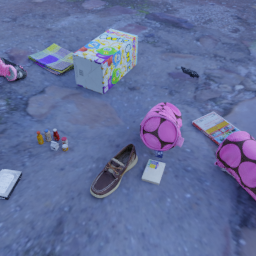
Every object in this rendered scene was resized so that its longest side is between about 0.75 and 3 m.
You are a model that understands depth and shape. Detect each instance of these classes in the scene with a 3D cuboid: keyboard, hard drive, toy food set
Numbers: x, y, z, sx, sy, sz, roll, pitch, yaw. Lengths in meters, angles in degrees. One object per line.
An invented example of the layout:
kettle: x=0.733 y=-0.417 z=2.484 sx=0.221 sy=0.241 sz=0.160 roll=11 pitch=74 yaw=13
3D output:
keyboard: x=2.638 y=-2.319 z=11.776 sx=0.886 sy=0.114 sz=0.532 roll=10 pitch=49 yaw=-30
hard drive: x=-3.560 y=1.614 z=8.114 sx=0.645 sy=0.175 sz=0.924 roll=7 pitch=41 yaw=8
toy food set: x=-2.449 y=0.354 z=9.273 sx=1.106 sy=0.498 sz=0.528 roll=16 pitch=44 yaw=17

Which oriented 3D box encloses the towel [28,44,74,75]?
towel: x=-3.426 y=-3.386 z=13.615 sx=2.560 sy=0.292 sz=1.839 roll=30 pitch=50 yaw=29

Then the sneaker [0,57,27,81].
sneaker: x=-5.291 y=-2.685 z=12.641 sx=1.996 sy=0.789 sz=0.952 roll=34 pitch=32 yaw=30

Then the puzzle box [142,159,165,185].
puzzle box: x=0.783 y=1.323 z=8.488 sx=0.539 sy=0.103 sz=0.811 roll=13 pitch=43 yaw=15

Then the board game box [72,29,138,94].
board game box: x=-0.889 y=-2.990 z=12.246 sx=1.479 sy=1.506 sz=2.871 roll=21 pitch=47 yaw=21

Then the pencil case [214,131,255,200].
pencil case: x=3.649 y=1.449 z=7.532 sx=1.313 sy=1.355 sz=2.893 roll=28 pitch=21 yaw=-43

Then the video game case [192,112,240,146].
video game case: x=3.182 y=0.036 z=9.904 sx=1.092 sy=0.133 sz=1.527 roll=-23 pitch=46 yaw=-24

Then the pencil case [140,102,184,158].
pencil case: x=1.132 y=-0.080 z=8.672 sx=1.233 sy=1.194 sz=2.632 roll=13 pitch=18 yaw=9

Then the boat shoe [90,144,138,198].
boat shoe: x=-0.389 y=1.169 z=8.197 sx=0.717 sy=0.715 sz=1.987 roll=28 pitch=49 yaw=27
